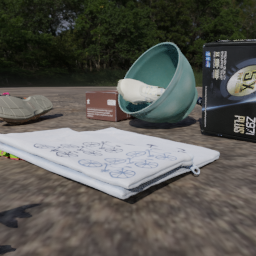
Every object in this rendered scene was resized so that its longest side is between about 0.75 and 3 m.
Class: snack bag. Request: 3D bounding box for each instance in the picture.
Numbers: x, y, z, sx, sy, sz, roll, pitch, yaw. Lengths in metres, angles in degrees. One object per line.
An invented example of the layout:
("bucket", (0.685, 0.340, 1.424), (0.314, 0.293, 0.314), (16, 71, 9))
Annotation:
("snack bag", (-0.182, 0.311, 4.658), (2.813, 0.319, 2.983), (11, 10, 38))

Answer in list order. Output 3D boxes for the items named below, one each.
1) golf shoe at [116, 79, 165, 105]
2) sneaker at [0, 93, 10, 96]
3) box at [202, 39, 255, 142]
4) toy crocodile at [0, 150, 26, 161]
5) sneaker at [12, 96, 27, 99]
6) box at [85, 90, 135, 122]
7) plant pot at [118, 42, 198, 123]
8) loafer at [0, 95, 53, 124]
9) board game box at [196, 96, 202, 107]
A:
("golf shoe", (0.580, -0.915, 7.137), (1.712, 0.670, 0.832), (18, -24, -23))
("sneaker", (-6.062, -1.336, 13.655), (0.736, 0.682, 1.827), (-4, 11, -20))
("box", (2.692, -0.878, 6.383), (1.769, 2.160, 0.930), (13, 26, 38))
("toy crocodile", (-1.940, 0.427, 4.969), (1.086, 0.335, 0.367), (6, 12, 11))
("sneaker", (-4.488, -1.056, 12.549), (1.805, 0.631, 0.812), (1, 1, -10))
("box", (-0.120, -0.925, 10.455), (1.399, 1.047, 2.794), (8, 11, 36))
("plant pot", (0.998, -1.023, 7.825), (1.474, 2.201, 2.201), (33, -9, -33))
("loafer", (-3.489, -0.482, 9.034), (0.828, 0.947, 2.633), (-45, -9, 23))
("board game box", (2.772, -0.466, 8.110), (1.390, 0.241, 0.942), (32, 10, 38))
